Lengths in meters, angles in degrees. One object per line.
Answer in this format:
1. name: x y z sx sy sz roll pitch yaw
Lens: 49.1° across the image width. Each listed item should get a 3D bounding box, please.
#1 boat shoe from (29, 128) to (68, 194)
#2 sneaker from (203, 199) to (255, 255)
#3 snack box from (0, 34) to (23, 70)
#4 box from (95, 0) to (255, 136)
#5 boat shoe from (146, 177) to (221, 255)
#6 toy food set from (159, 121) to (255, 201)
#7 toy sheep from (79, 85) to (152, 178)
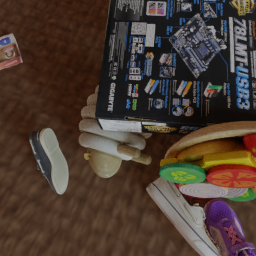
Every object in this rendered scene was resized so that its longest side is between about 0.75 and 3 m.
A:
1. boat shoe: -1.732 0.737 6.131 0.491 1.567 0.569 -3 23 22
2. sneaker: 2.122 2.324 5.575 0.765 0.841 1.901 -13 66 -4
3. snack box: -4.201 -1.805 7.627 2.451 0.298 0.881 -21 68 -9
4. box: 1.021 -1.341 5.290 2.946 0.737 2.968 4 72 3
5. boat shoe: 1.270 1.861 5.868 0.677 0.741 2.060 -38 64 -10
6. toy food set: 2.062 0.814 5.082 2.902 2.932 0.713 -12 56 33
7. toy sheep: -0.195 -0.179 6.182 1.787 1.787 2.591 17 77 7
